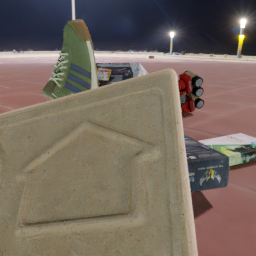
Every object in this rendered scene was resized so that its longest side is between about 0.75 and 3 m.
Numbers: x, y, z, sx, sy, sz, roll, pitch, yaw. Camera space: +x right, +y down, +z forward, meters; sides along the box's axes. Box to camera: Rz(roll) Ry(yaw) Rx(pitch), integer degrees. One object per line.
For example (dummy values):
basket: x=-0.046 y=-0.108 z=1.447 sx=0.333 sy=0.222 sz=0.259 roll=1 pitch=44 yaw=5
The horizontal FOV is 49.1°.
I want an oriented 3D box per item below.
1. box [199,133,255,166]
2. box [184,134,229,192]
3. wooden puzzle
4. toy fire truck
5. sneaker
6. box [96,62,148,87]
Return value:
box: x=2.357 y=0.447 z=6.221 sx=1.451 sy=0.264 sz=1.047 roll=-10 pitch=18 yaw=-24
box: x=0.288 y=0.598 z=4.857 sx=2.226 sy=0.568 sz=1.755 roll=-5 pitch=13 yaw=-15
wooden puzzle: x=-0.614 y=0.716 z=1.548 sx=2.015 sy=0.504 sz=2.175 roll=-12 pitch=49 yaw=18
toy fire truck: x=1.850 y=-1.054 z=9.767 sx=1.580 sy=1.390 sz=1.016 roll=-25 pitch=39 yaw=-12
sneaker: x=-1.503 y=-1.132 z=6.988 sx=1.321 sy=2.942 sz=0.987 roll=-15 pitch=16 yaw=-26
box: x=-0.039 y=-1.231 z=9.152 sx=1.433 sy=1.244 sz=2.169 roll=4 pitch=-3 yaw=17
